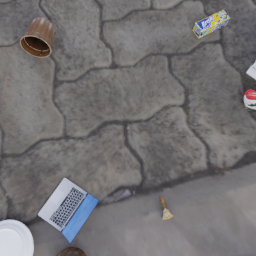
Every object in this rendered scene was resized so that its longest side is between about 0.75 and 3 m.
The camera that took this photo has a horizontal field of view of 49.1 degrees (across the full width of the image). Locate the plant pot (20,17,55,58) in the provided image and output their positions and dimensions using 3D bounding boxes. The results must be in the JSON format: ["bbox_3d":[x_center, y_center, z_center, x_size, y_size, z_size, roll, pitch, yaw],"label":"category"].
[{"bbox_3d":[-3.625,-3.786,11.539,1.245,1.245,1.233,8,63,3],"label":"plant pot"}]

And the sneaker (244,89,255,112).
[{"bbox_3d":[5.614,-1.213,10.772,2.240,0.863,0.951,0,66,0],"label":"sneaker"}]

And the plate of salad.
[{"bbox_3d":[-3.966,4.024,9.090,1.984,0.476,1.984,-4,64,8],"label":"plate of salad"}]

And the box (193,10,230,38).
[{"bbox_3d":[3.590,-4.485,12.102,1.517,0.488,0.531,-27,73,-10],"label":"box"}]

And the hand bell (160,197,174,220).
[{"bbox_3d":[1.260,2.739,9.669,0.399,0.399,0.765,-14,57,-5],"label":"hand bell"}]

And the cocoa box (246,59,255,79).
[{"bbox_3d":[5.901,-2.703,10.566,1.548,1.523,2.322,39,55,12],"label":"cocoa box"}]

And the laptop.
[{"bbox_3d":[-2.013,2.652,9.315,1.657,0.960,1.551,32,73,11],"label":"laptop"}]

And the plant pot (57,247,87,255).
[{"bbox_3d":[-1.861,4.320,8.556,1.186,1.268,1.186,0,71,0],"label":"plant pot"}]
